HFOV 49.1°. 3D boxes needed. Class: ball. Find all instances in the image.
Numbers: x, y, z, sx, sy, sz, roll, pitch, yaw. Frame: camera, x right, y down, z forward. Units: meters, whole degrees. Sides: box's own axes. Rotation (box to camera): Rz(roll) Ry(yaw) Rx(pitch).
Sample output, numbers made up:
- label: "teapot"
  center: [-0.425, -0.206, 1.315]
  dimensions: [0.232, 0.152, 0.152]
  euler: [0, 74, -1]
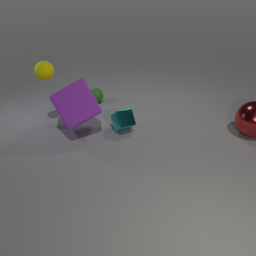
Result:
- label: "ball"
  center: [-3.074, -2.103, 10.309]
  dimensions: [0.700, 0.700, 0.700]
  euler: [0, 30, 0]
- label: "ball"
  center: [-1.535, -1.557, 13.465]
  dimensions: [0.700, 0.700, 0.700]
  euler: [0, 30, 0]
- label: "ball"
  center: [4.836, -0.335, 10.728]
  dimensions: [1.400, 1.400, 1.400]
  euler: [0, 30, 0]

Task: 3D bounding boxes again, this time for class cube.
- label: "cube"
  center: [-0.193, -0.309, 11.115]
  dimensions: [0.700, 0.700, 0.700]
  euler: [-14, -6, -24]
- label: "cube"
  center: [-1.952, -0.877, 10.692]
  dimensions: [1.400, 1.400, 1.400]
  euler: [-30, 4, -6]
